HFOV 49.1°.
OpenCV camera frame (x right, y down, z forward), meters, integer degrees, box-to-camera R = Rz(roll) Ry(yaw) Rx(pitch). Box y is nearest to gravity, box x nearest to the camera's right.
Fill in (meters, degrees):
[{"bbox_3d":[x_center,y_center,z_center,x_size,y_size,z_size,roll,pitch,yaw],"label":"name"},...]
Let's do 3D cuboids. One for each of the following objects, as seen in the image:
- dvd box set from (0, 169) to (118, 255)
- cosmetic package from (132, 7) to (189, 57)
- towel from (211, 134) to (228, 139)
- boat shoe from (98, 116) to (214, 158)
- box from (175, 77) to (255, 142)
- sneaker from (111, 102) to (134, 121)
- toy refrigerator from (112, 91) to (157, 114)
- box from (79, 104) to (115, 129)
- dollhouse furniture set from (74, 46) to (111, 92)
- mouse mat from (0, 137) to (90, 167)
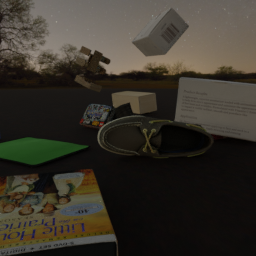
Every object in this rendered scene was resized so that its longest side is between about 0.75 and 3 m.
[{"bbox_3d":[-1.135,1.078,3.604,1.645,0.330,2.248,-3,11,-12],"label":"dvd box set"},{"bbox_3d":[1.151,-3.662,11.031,1.015,1.394,2.742,40,1,-18],"label":"cosmetic package"},{"bbox_3d":[2.009,0.195,8.895,1.863,0.212,1.342,-5,12,-25],"label":"towel"},{"bbox_3d":[0.671,0.222,6.586,2.707,0.968,0.809,2,4,-14],"label":"boat shoe"},{"bbox_3d":[3.037,-0.698,9.070,2.439,1.602,2.452,11,11,24],"label":"box"},{"bbox_3d":[-0.189,-0.288,10.350,0.707,0.845,1.862,-24,-6,-12],"label":"sneaker"},{"bbox_3d":[0.287,-1.439,15.753,1.130,1.042,2.977,-14,15,-29],"label":"toy refrigerator"},{"bbox_3d":[-1.136,-0.433,10.459,1.339,0.916,0.267,9,-22,42],"label":"box"},{"bbox_3d":[-0.899,-1.536,7.402,0.641,0.965,0.846,31,11,33],"label":"dollhouse furniture set"},{"bbox_3d":[-2.528,0.549,7.293,2.538,0.096,2.042,5,11,29],"label":"mouse mat"}]
